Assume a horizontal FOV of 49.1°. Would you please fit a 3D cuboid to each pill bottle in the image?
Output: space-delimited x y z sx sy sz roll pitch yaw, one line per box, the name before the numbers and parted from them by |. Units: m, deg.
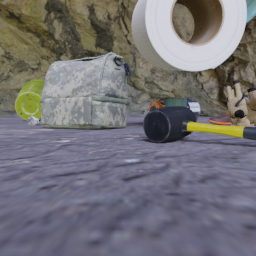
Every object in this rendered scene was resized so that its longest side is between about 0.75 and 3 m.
pill bottle | 2.124 -0.794 13.068 2.337 1.242 1.242 -2 4 -31

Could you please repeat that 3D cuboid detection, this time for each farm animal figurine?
farm animal figurine | 3.398 -0.444 7.270 2.452 1.279 2.425 -6 -9 -9

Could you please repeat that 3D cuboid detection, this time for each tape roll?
tape roll | 1.587 -2.977 7.874 2.742 2.742 1.882 0 12 -10

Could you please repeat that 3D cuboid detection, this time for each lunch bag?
lunch bag | -1.371 -1.160 9.130 2.760 2.315 1.923 2 3 32

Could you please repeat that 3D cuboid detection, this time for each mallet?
mallet | 1.630 0.033 4.073 2.823 0.581 0.930 6 11 32

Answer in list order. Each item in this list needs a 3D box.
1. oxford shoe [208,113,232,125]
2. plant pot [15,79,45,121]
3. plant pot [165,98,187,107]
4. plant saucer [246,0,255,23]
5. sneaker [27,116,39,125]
oxford shoe | 4.229 -0.435 11.821 1.703 0.618 0.606 0 3 -4
plant pot | -6.258 -1.677 18.979 2.971 2.971 2.860 0 16 -4
plant pot | 1.858 -0.603 10.823 1.086 1.064 1.086 0 4 0
plant saucer | 3.614 -3.995 8.677 1.865 1.865 0.335 -3 47 -43
sneaker | -3.910 -0.300 11.722 0.429 0.377 1.072 2 1 -29
